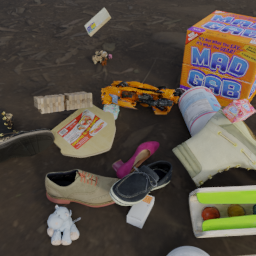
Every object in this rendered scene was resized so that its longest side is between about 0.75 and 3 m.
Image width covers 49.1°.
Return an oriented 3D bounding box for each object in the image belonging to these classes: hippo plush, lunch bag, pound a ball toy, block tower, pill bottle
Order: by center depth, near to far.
[{"bbox_3d":[2.672,2.453,6.958,2.812,1.195,1.834,-3,66,-3],"label":"pound a ball toy"},{"bbox_3d":[-1.590,2.402,7.056,0.782,0.789,0.982,27,47,28],"label":"hippo plush"},{"bbox_3d":[-1.965,-0.800,8.608,1.702,0.460,0.492,-10,20,-30],"label":"block tower"},{"bbox_3d":[2.711,-0.280,9.778,1.343,1.343,2.469,-5,42,-6],"label":"pill bottle"},{"bbox_3d":[-0.662,-0.656,11.008,0.623,0.299,0.776,4,41,5],"label":"lunch bag"}]

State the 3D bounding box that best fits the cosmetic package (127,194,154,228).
[{"bbox_3d":[0.351,2.218,7.638,0.449,0.315,0.885,17,44,19],"label":"cosmetic package"}]

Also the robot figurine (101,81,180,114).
[{"bbox_3d":[0.564,-1.239,11.073,2.948,0.858,2.137,13,25,15],"label":"robot figurine"}]

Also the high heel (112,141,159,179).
[{"bbox_3d":[0.410,1.057,8.775,1.754,0.591,0.843,-32,38,-13],"label":"high heel"}]

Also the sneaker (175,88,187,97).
[{"bbox_3d":[2.333,-1.242,11.604,1.157,0.438,0.668,24,49,24],"label":"sneaker"}]

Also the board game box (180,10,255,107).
[{"bbox_3d":[4.150,-2.832,11.600,2.813,2.814,2.816,25,46,27],"label":"board game box"}]

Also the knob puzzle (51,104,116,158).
[{"bbox_3d":[-1.388,0.229,9.749,2.476,0.343,2.476,-7,49,8],"label":"knob puzzle"}]

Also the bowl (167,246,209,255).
[{"bbox_3d":[1.278,3.182,5.933,1.368,0.615,1.368,-8,56,12],"label":"bowl"}]

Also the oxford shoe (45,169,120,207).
[{"bbox_3d":[-1.146,1.632,7.864,2.419,0.905,0.852,-2,41,-3],"label":"oxford shoe"}]

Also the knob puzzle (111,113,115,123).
[{"bbox_3d":[-1.074,-0.105,10.344,1.514,0.210,1.514,-5,48,5],"label":"knob puzzle"}]

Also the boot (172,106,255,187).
[{"bbox_3d":[2.907,1.072,8.213,2.184,2.825,1.018,-40,4,4],"label":"boot"}]

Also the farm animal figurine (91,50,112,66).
[{"bbox_3d":[-1.341,-3.703,14.369,0.890,0.554,1.102,10,41,11],"label":"farm animal figurine"}]

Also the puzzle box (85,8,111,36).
[{"bbox_3d":[-1.380,-4.795,12.660,1.250,0.159,0.832,-37,51,15],"label":"puzzle box"}]

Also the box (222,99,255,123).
[{"bbox_3d":[2.882,-0.443,7.251,0.867,0.410,0.445,-10,62,-46],"label":"box"}]

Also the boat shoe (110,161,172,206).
[{"bbox_3d":[0.434,1.436,7.744,2.317,0.721,0.864,-13,45,-43],"label":"boat shoe"}]

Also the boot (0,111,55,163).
[{"bbox_3d":[-3.980,0.168,9.598,2.589,0.948,1.950,-20,45,-13],"label":"boot"}]
